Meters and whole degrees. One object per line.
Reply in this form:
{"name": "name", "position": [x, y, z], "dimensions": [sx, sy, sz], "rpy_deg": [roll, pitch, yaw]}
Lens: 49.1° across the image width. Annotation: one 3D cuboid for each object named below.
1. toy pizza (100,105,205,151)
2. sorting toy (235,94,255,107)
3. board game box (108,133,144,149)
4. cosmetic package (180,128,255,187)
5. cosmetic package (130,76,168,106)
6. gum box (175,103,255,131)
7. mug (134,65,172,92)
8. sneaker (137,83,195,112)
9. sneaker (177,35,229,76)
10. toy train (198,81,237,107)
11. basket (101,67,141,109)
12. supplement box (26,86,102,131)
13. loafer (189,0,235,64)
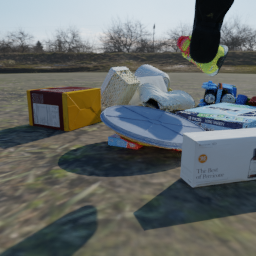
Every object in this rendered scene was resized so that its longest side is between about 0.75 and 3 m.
{"name": "toy pizza", "position": [0.688, 0.031, 7.534], "dimensions": [2.937, 0.465, 2.937], "rpy_deg": [11, 19, -4]}
{"name": "sorting toy", "position": [4.761, -0.687, 10.803], "dimensions": [1.333, 0.911, 2.218], "rpy_deg": [15, 2, -1]}
{"name": "board game box", "position": [0.120, 0.267, 7.799], "dimensions": [0.898, 0.237, 1.174], "rpy_deg": [7, 16, 27]}
{"name": "cosmetic package", "position": [2.151, 0.513, 5.394], "dimensions": [2.225, 0.918, 0.563], "rpy_deg": [-4, 14, -15]}
{"name": "cosmetic package", "position": [0.961, -1.821, 13.808], "dimensions": [0.861, 1.226, 2.416], "rpy_deg": [-21, -2, 37]}
{"name": "gum box", "position": [3.370, -0.267, 9.160], "dimensions": [2.806, 0.625, 2.384], "rpy_deg": [-11, 18, -38]}
{"name": "mug", "position": [1.817, -2.968, 17.843], "dimensions": [2.366, 1.895, 1.942], "rpy_deg": [-17, 29, -33]}
{"name": "sneaker", "position": [1.670, -1.088, 12.188], "dimensions": [2.650, 0.987, 1.154], "rpy_deg": [9, 46, -9]}
{"name": "sneaker", "position": [2.394, -2.591, 9.604], "dimensions": [1.227, 1.062, 2.718], "rpy_deg": [18, 20, -17]}
{"name": "toy train", "position": [4.254, -1.520, 13.136], "dimensions": [1.637, 1.242, 2.865], "rpy_deg": [10, 16, 15]}
{"name": "basket", "position": [-0.409, -1.620, 12.039], "dimensions": [1.063, 1.723, 1.168], "rpy_deg": [43, 32, 19]}
{"name": "supplement box", "position": [-2.216, -0.771, 9.925], "dimensions": [1.859, 1.235, 1.834], "rpy_deg": [8, 16, 29]}
{"name": "loafer", "position": [1.862, -2.645, 6.385], "dimensions": [0.831, 2.282, 0.825], "rpy_deg": [16, 17, 3]}
